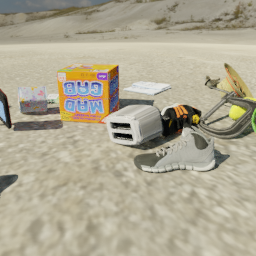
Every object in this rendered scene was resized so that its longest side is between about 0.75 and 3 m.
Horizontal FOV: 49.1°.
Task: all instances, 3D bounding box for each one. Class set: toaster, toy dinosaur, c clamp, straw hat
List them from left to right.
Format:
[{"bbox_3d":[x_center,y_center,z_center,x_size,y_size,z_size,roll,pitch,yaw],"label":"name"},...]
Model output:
[{"bbox_3d":[0.212,-0.078,8.603,1.854,1.053,1.197,6,24,44],"label":"toaster"},{"bbox_3d":[4.762,-2.439,15.635,0.916,0.689,1.791,-10,26,7],"label":"toy dinosaur"},{"bbox_3d":[3.434,-0.571,10.179,2.419,0.383,2.831,20,47,38],"label":"c clamp"},{"bbox_3d":[4.794,-1.856,13.195,1.046,2.473,2.473,-38,1,31],"label":"straw hat"}]

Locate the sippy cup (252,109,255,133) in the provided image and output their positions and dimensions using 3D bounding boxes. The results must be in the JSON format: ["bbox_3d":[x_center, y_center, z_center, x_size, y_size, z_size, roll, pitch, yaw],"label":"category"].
[{"bbox_3d":[5.002,-0.220,8.545,1.987,1.456,1.561,-1,21,-1],"label":"sippy cup"}]

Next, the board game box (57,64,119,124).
[{"bbox_3d":[-1.459,-1.428,11.004,1.914,1.913,1.913,4,22,9],"label":"board game box"}]

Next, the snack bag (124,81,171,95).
[{"bbox_3d":[1.049,-2.230,15.427,2.003,0.227,2.125,14,26,32],"label":"snack bag"}]

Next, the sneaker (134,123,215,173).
[{"bbox_3d":[1.200,0.442,7.164,2.119,1.224,0.795,-1,21,-4],"label":"sneaker"}]

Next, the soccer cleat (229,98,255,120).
[{"bbox_3d":[5.003,-0.736,10.851,2.425,0.784,1.015,-11,29,-25],"label":"soccer cleat"}]

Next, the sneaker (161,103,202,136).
[{"bbox_3d":[1.863,-0.338,9.679,1.097,0.853,2.438,7,20,25],"label":"sneaker"}]

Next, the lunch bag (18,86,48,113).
[{"bbox_3d":[-3.842,-1.087,11.285,1.113,1.313,0.834,-6,66,-19],"label":"lunch bag"}]

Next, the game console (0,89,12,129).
[{"bbox_3d":[-4.612,-0.704,8.949,1.483,1.721,1.021,43,55,16],"label":"game console"}]

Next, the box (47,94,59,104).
[{"bbox_3d":[-3.670,-1.381,13.244,1.340,0.243,0.967,-2,21,-2],"label":"box"}]
